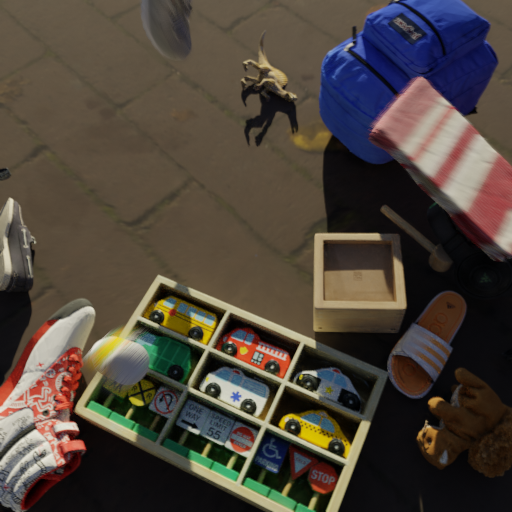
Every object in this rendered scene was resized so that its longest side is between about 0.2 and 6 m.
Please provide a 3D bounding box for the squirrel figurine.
[{"bbox_3d":[2.886,2.432,7.592,1.314,0.930,1.227,35,73,21],"label":"squirrel figurine"}]

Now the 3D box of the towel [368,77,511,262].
[{"bbox_3d":[2.875,-1.289,8.003,2.543,0.289,1.832,44,52,-3],"label":"towel"}]

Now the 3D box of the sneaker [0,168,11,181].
[{"bbox_3d":[-5.383,-1.840,9.805,2.360,1.311,3.374,10,71,4],"label":"sneaker"}]

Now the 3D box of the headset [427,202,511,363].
[{"bbox_3d":[3.529,0.271,8.589,1.654,1.259,2.679,-10,59,-49],"label":"headset"}]

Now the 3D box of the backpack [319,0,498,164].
[{"bbox_3d":[2.458,-3.245,9.906,2.772,2.327,2.253,-35,64,-10],"label":"backpack"}]

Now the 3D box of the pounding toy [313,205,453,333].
[{"bbox_3d":[1.950,0.212,8.714,2.094,0.958,1.840,1,59,5],"label":"pounding toy"}]

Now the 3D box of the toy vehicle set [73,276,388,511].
[{"bbox_3d":[-0.320,2.015,8.018,3.782,0.501,2.350,22,63,12],"label":"toy vehicle set"}]

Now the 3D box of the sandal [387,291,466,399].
[{"bbox_3d":[2.624,1.198,8.435,0.744,0.557,1.943,30,65,15],"label":"sandal"}]

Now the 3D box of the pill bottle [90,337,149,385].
[{"bbox_3d":[-1.711,1.260,6.873,0.490,0.883,0.490,0,90,-35],"label":"pill bottle"}]

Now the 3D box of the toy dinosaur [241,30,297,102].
[{"bbox_3d":[0.161,-3.659,11.259,0.928,0.534,1.836,-15,69,-26],"label":"toy dinosaur"}]

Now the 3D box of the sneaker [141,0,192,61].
[{"bbox_3d":[-1.288,-3.869,8.526,0.815,1.988,0.743,23,57,26],"label":"sneaker"}]

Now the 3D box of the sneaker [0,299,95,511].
[{"bbox_3d":[-2.771,2.052,7.771,1.497,0.933,2.793,30,69,14],"label":"sneaker"}]

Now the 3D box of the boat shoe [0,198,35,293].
[{"bbox_3d":[-4.001,-0.161,9.320,0.563,0.652,1.794,18,44,-40],"label":"boat shoe"}]
